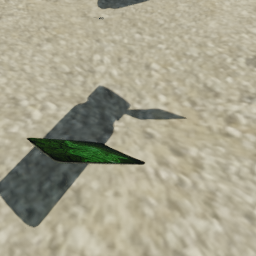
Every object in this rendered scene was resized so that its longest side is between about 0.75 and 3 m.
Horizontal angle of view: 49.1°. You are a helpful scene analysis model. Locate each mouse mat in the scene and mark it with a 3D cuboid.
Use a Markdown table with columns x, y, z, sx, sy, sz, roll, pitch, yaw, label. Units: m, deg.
| x | y | z | sx | sy | sz | roll | pitch | yaw | label |
| --- | --- | --- | --- | --- | --- | --- | --- | --- | --- |
| -0.631 | 0.296 | 3.829 | 1.212 | 0.057 | 1.506 | 6 | 6 | -32 | mouse mat |
